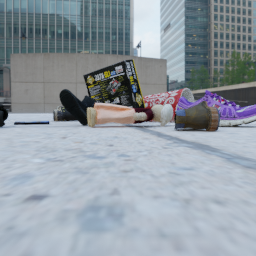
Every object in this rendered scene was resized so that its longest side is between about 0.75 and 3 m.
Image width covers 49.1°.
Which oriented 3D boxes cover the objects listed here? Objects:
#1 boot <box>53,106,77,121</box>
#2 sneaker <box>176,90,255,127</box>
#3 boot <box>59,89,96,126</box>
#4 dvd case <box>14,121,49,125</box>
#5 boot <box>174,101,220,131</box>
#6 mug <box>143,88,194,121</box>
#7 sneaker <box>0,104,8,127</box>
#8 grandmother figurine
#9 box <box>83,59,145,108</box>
[{"bbox_3d":[-2.901,-0.735,14.242,1.524,0.741,2.024,-1,7,-3],"label":"boot"},{"bbox_3d":[3.034,-0.668,9.445,2.946,1.229,1.188,2,4,24],"label":"sneaker"},{"bbox_3d":[-1.655,-0.871,10.091,0.576,1.555,1.275,-34,12,26],"label":"boot"},{"bbox_3d":[-3.717,-0.201,10.901,1.266,0.111,0.903,-1,5,-15],"label":"dvd case"},{"bbox_3d":[1.742,-0.380,8.018,1.094,0.843,2.258,2,6,-1],"label":"boot"},{"bbox_3d":[1.649,-1.017,13.106,2.295,1.531,2.038,-1,-1,37],"label":"mug"},{"bbox_3d":[-4.327,-0.397,8.951,0.938,0.791,2.144,-1,8,-22],"label":"sneaker"},{"bbox_3d":[0.169,-0.432,9.191,2.864,0.867,1.737,-4,14,-16],"label":"grandmother figurine"},{"bbox_3d":[-0.627,-1.533,11.658,2.528,2.018,0.624,-9,7,41],"label":"box"}]
